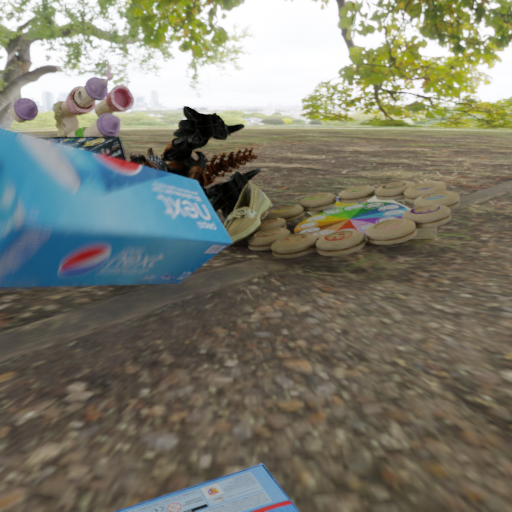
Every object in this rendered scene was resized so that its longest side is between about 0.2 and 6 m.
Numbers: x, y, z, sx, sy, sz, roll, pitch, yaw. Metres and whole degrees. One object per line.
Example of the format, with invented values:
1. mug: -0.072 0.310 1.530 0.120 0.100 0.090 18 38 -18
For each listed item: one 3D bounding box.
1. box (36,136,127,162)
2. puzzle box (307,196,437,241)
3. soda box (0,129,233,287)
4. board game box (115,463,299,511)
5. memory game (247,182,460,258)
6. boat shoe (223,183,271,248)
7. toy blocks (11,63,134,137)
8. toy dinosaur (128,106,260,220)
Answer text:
1. box: -4.310 -1.481 10.608 2.392 0.692 3.009 5 32 27
2. puzzle box: 2.183 -0.791 11.184 1.804 0.345 2.711 -2 16 -7
3. soda box: -1.699 -0.385 6.276 1.045 1.105 3.258 -37 -18 22
4. board game box: -0.152 1.721 2.500 1.316 0.318 1.739 -8 18 -25
5. memory game: 1.593 -0.723 9.762 3.742 0.238 3.742 -12 18 4
6. boat shoe: -0.237 -0.742 9.882 0.656 0.566 1.799 -28 16 32
7. toy blocks: -3.663 -2.460 12.174 2.894 2.704 2.436 -13 4 -41
8. toy dinosaur: -1.543 -1.721 11.463 2.773 2.087 4.085 -15 30 49
